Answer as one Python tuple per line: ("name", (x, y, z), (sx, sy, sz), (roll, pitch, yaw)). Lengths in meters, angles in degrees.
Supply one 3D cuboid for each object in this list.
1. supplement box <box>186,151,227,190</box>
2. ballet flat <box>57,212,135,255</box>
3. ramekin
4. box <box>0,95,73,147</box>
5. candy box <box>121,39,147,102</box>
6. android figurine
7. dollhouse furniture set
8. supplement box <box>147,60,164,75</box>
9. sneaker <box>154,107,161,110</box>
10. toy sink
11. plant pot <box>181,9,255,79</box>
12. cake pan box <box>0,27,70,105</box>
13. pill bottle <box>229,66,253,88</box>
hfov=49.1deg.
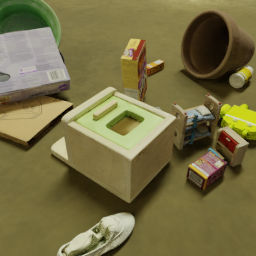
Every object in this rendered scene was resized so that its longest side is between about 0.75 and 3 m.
("supplement box", (2.016, 1.075, 7.186), (0.881, 0.454, 0.576), (-26, 45, -29))
("ballet flat", (-0.592, 2.202, 5.665), (1.857, 0.645, 0.645), (-26, 46, -29))
("ramekin", (-4.185, -3.709, 11.280), (2.875, 2.875, 1.404), (-12, 5, -14))
("box", (-3.606, -0.522, 9.319), (2.779, 0.296, 2.272), (17, 41, 21))
("candy box", (0.245, -1.749, 9.298), (0.569, 2.017, 1.177), (10, 50, 12))
("android figurine", (3.653, -0.228, 8.736), (1.724, 0.389, 1.893), (26, 37, 29))
("dollhouse furniture set", (2.175, 0.129, 7.714), (1.275, 1.268, 1.810), (-17, 42, -20))
("supplement box", (1.113, -2.572, 11.856), (0.976, 0.325, 0.336), (-28, 44, -31))
("sneaker", (0.963, -0.335, 8.814), (1.517, 0.622, 0.567), (17, 42, 20))
("toy sink", (-0.519, 0.161, 7.368), (2.934, 1.644, 1.913), (27, 46, 29))
("plant pot", (3.823, -3.235, 11.263), (2.264, 2.596, 2.596), (-3, 36, -31))
("cake pan box", (-3.646, -2.273, 9.923), (2.805, 0.734, 2.584), (-18, 70, -20))
("pill bottle", (4.460, -2.020, 10.942), (0.595, 0.595, 1.058), (29, 48, 31))
